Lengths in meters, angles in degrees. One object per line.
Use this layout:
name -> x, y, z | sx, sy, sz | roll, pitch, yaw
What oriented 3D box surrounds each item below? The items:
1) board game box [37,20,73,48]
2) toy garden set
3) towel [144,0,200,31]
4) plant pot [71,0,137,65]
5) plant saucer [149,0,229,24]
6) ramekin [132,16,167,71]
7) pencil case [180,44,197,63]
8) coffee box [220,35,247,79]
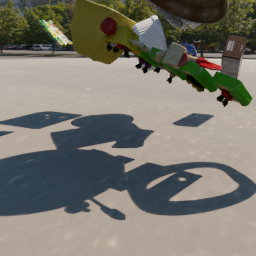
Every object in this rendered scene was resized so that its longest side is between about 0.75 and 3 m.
board game box -> -2.041, -2.648, 7.853 | 0.988, 0.116, 0.517 | 47, 37, 6
toy garden set -> 0.790, -1.087, 5.170 | 2.549, 0.509, 2.125 | 32, 8, 33
towel -> 1.774, -3.811, 7.845 | 2.093, 0.375, 2.174 | 20, -37, -37
plant pot -> -0.925, -3.130, 9.473 | 1.632, 1.681, 1.643 | 30, 18, 24
plant saucer -> 0.859, -2.959, 5.427 | 2.593, 0.447, 2.593 | 30, 3, -2
ramekin -> 0.687, -2.678, 9.154 | 0.825, 1.771, 1.771 | -15, 17, 1
pencil case -> 1.550, -1.831, 7.481 | 0.674, 0.606, 1.552 | 25, 13, 9
coffee box -> 3.436, -2.221, 9.240 | 0.593, 0.839, 1.485 | 16, -18, 20
